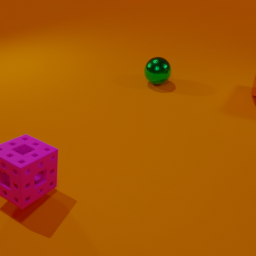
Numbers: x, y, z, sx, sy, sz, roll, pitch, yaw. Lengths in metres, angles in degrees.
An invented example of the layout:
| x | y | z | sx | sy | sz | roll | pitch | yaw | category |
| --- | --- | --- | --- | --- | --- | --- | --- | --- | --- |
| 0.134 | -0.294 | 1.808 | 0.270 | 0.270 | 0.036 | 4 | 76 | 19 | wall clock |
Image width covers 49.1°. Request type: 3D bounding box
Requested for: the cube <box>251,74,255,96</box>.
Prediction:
| x | y | z | sx | sy | sz | roll | pitch | yaw | category |
| --- | --- | --- | --- | --- | --- | --- | --- | --- | --- |
| 4.692 | -1.532 | 8.600 | 1.329 | 1.329 | 1.329 | 12 | 11 | 16 | cube |

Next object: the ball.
| x | y | z | sx | sy | sz | roll | pitch | yaw | category |
| --- | --- | --- | --- | --- | --- | --- | --- | --- | --- |
| 1.052 | -2.025 | 9.915 | 0.971 | 0.971 | 0.971 | 0 | 37 | 0 | ball |

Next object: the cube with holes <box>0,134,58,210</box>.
| x | y | z | sx | sy | sz | roll | pitch | yaw | category |
| --- | --- | --- | --- | --- | --- | --- | --- | --- | --- |
| -2.116 | 0.842 | 5.698 | 0.944 | 0.944 | 0.944 | 20 | 27 | 24 | cube with holes |
